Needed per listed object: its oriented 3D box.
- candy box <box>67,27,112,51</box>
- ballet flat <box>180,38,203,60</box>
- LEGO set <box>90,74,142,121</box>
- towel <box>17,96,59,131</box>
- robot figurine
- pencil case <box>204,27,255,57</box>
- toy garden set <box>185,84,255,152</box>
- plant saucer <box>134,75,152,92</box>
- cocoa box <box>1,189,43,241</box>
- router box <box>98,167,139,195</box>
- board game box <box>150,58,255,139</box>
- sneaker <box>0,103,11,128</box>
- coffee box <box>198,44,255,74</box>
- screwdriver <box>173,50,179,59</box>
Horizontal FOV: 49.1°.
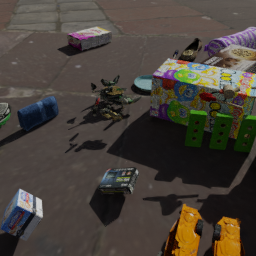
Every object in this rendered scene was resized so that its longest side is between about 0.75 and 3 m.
[{"bbox_3d":[-1.894,-4.470,13.913,1.836,0.560,1.252,-27,44,-32],"label":"candy box"},{"bbox_3d":[2.963,-3.644,12.835,0.743,0.511,2.204,18,40,22],"label":"ballet flat"},{"bbox_3d":[-0.531,-0.868,8.861,1.603,0.699,2.468,23,37,13],"label":"LEGO set"},{"bbox_3d":[-2.652,-0.453,8.359,0.300,0.690,1.236,30,46,34],"label":"towel"},{"bbox_3d":[1.234,2.347,4.606,1.612,0.647,2.223,12,37,16],"label":"robot figurine"},{"bbox_3d":[4.735,-3.694,12.346,2.752,1.155,1.177,-24,52,-29],"label":"pencil case"},{"bbox_3d":[2.769,-0.333,7.122,2.365,1.972,0.472,6,35,7],"label":"toy garden set"},{"bbox_3d":[0.830,-1.650,10.435,1.188,0.163,1.188,-1,37,0],"label":"plant saucer"},{"bbox_3d":[-1.983,1.606,5.264,0.531,0.522,0.796,-55,20,-2],"label":"cocoa box"},{"bbox_3d":[-0.204,1.185,6.265,0.789,0.245,0.591,-9,35,28],"label":"router box"},{"bbox_3d":[2.248,-0.948,8.389,2.818,1.452,1.478,16,39,21],"label":"board game box"},{"bbox_3d":[-4.532,-0.303,7.890,2.387,1.017,0.931,-17,40,-23],"label":"sneaker"},{"bbox_3d":[3.793,-2.096,10.278,1.480,1.045,2.618,29,45,33],"label":"coffee box"},{"bbox_3d":[2.149,-3.257,12.622,0.180,0.173,1.238,32,39,-9],"label":"screwdriver"}]
